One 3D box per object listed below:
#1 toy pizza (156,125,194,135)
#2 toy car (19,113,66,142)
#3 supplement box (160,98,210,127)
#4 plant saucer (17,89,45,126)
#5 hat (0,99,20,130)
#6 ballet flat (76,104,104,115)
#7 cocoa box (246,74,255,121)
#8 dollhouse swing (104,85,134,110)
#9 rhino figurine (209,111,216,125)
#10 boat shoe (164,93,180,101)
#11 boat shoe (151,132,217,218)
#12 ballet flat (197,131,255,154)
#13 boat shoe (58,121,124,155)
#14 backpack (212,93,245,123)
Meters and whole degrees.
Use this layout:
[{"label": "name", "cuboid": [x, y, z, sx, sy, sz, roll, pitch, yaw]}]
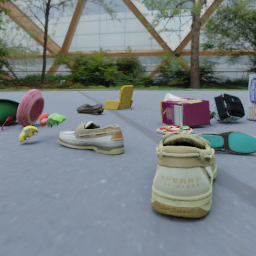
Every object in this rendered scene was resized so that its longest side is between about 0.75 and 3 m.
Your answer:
[{"label": "toy pizza", "cuboid": [1.473, 0.040, 8.828, 1.175, 0.186, 1.175, 0, 10, 0]}, {"label": "toy car", "cuboid": [-2.149, -0.159, 7.359, 1.238, 0.293, 1.315, -15, 22, 31]}, {"label": "supplement box", "cuboid": [2.012, -0.578, 10.155, 1.101, 0.868, 1.682, -9, 12, -20]}, {"label": "plant saucer", "cuboid": [-3.347, -0.667, 9.817, 0.346, 1.367, 1.367, 22, 14, 8]}, {"label": "hat", "cuboid": [-4.414, -0.133, 9.979, 1.355, 1.440, 1.636, -8, -27, 10]}, {"label": "ballet flat", "cuboid": [-1.830, -0.879, 13.609, 1.963, 0.455, 0.661, 2, 40, 44]}, {"label": "cocoa box", "cuboid": [5.628, -1.218, 11.077, 1.254, 1.880, 1.234, -6, 12, -30]}, {"label": "dollhouse swing", "cuboid": [-0.510, -1.749, 15.859, 1.353, 1.309, 1.489, 6, 13, 31]}, {"label": "rhino figurine", "cuboid": [2.815, -0.462, 10.577, 0.470, 0.688, 1.573, 39, -3, -22]}, {"label": "boat shoe", "cuboid": [2.536, -1.282, 14.672, 0.858, 0.901, 2.504, 13, 4, -12]}, {"label": "boat shoe", "cuboid": [0.920, 0.424, 4.549, 1.040, 0.897, 2.852, 3, 10, 17]}, {"label": "ballet flat", "cuboid": [2.221, 0.318, 6.379, 1.444, 0.519, 0.519, 4, 10, 9]}, {"label": "boat shoe", "cuboid": [-0.905, 0.160, 6.769, 1.921, 0.657, 0.718, 6, 12, 31]}, {"label": "backpack", "cuboid": [3.867, -0.733, 10.729, 1.195, 1.061, 0.900, 1, -21, -29]}]
